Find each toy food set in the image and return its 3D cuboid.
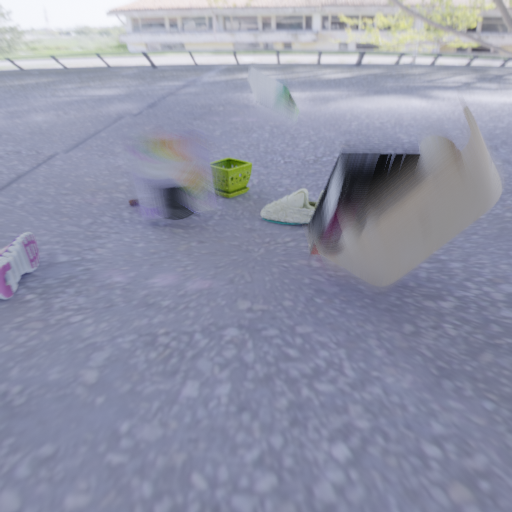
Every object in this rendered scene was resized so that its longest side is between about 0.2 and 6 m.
[{"bbox_3d":[2.066,-0.653,7.554,1.814,2.529,0.764,27,27,-55],"label":"toy food set"}]

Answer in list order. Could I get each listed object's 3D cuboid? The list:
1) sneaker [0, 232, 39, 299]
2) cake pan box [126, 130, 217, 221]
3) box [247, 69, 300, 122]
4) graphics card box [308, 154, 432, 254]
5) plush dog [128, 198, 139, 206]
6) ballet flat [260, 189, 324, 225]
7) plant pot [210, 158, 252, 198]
[{"bbox_3d":[-4.290,0.131,9.480,0.770,0.700,1.741,-5,26,6],"label":"sneaker"},{"bbox_3d":[-1.717,-1.612,11.517,1.575,1.710,0.447,-7,12,12],"label":"cake pan box"},{"bbox_3d":[0.353,-3.435,11.912,0.976,0.246,1.352,21,33,-26],"label":"box"},{"bbox_3d":[1.820,-0.700,8.693,1.641,0.665,2.616,0,-19,-5],"label":"graphics card box"},{"bbox_3d":[-2.341,-1.806,12.741,1.217,1.303,1.517,-7,26,-14],"label":"plush dog"},{"bbox_3d":[1.249,-1.042,11.793,2.347,0.842,0.842,8,27,17],"label":"ballet flat"},{"bbox_3d":[-0.656,-1.864,13.493,0.848,0.770,0.844,22,34,38],"label":"plant pot"}]
